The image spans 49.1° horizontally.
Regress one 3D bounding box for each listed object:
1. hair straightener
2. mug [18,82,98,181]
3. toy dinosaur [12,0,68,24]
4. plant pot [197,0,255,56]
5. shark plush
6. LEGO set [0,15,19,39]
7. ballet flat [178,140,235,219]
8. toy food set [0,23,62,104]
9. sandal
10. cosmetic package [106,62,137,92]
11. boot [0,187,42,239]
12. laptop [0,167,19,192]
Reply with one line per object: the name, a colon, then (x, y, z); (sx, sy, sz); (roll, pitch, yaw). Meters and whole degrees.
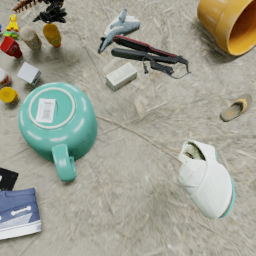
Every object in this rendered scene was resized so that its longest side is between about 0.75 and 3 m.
hair straightener: (0.583, -1.601, 6.936); (2.122, 0.434, 0.816); (17, 73, -9)
mug: (-1.866, -0.085, 8.073); (2.152, 1.619, 2.619); (-42, 73, -17)
toy dinosaur: (-1.994, -3.629, 7.459); (1.331, 2.606, 1.769); (34, 40, -25)
plant pot: (3.522, -3.913, 9.678); (2.125, 2.125, 1.945); (-32, 54, -13)
shark plush: (-0.371, -3.462, 10.138); (0.801, 0.873, 1.923); (45, 65, -15)
LEGO set: (-4.319, -3.718, 10.223); (1.686, 0.643, 0.692); (4, 67, 0)
ballet flat: (1.237, 0.770, 4.992); (0.832, 2.396, 0.832); (2, 105, 9)
toy food set: (-3.463, -2.204, 9.468); (1.417, 1.336, 2.969); (28, 87, -3)
sandal: (3.554, -0.693, 9.036); (1.333, 0.360, 0.535); (-34, 71, -14)
cosmetic package: (-0.213, -1.723, 9.457); (0.970, 0.423, 0.501); (-32, 71, -14)
boot: (-3.673, 2.354, 7.336); (2.633, 0.958, 1.189); (-8, 77, -13)
laptop: (-4.319, 1.810, 8.085); (1.725, 0.891, 1.529); (22, 66, -18)
